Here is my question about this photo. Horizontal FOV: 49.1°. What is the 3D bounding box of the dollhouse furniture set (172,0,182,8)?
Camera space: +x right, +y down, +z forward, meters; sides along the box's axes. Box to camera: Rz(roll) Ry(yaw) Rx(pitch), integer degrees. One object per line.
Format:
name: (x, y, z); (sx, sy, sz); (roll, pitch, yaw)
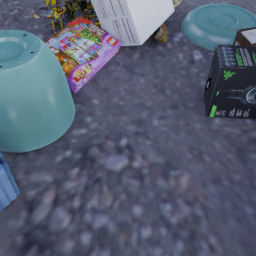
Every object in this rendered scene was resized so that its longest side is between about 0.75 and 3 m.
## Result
dollhouse furniture set: (0.531, -5.076, 10.160); (2.168, 1.900, 1.440); (8, 44, 42)

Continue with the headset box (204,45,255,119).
headset box: (2.870, -1.093, 6.920); (1.917, 1.669, 0.889); (4, 50, 3)

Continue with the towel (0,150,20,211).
towel: (-3.326, 1.490, 4.692); (2.883, 1.610, 0.700); (-33, 65, -30)

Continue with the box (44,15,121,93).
box: (-1.489, -2.301, 8.406); (1.616, 0.462, 2.361); (35, 56, 3)

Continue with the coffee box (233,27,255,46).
coffee box: (4.189, -2.379, 8.340); (2.000, 1.130, 0.798); (-10, 50, -9)

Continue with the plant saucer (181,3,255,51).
plant saucer: (3.366, -3.673, 9.903); (2.921, 0.400, 2.921); (0, 51, 1)

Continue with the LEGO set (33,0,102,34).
LEGO set: (-1.974, -4.379, 9.613); (2.270, 1.711, 2.953); (-6, 51, -5)

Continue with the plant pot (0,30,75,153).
plant pot: (-2.605, -1.016, 6.586); (2.504, 2.010, 2.504); (1, 49, -2)

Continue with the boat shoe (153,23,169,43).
boat shoe: (1.128, -3.228, 9.547); (0.434, 0.460, 1.278); (35, 37, -18)

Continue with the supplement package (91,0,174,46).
supplement package: (0.210, -4.088, 9.053); (1.342, 1.884, 2.420); (8, 47, 36)
